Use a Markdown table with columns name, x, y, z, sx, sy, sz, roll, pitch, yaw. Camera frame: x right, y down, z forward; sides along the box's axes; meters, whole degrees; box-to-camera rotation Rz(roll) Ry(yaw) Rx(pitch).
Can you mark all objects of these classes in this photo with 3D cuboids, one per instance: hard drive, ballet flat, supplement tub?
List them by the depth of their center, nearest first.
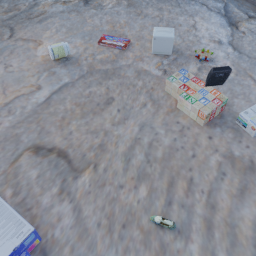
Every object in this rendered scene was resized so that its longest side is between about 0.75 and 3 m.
| name | x | y | z | sx | sy | sz | roll | pitch | yaw |
| --- | --- | --- | --- | --- | --- | --- | --- | --- | --- |
| ballet flat | 1.138 | 3.004 | 9.045 | 0.867 | 0.322 | 0.322 | 15 | 53 | 12 |
| hard drive | 3.045 | -1.756 | 9.536 | 0.730 | 1.082 | 0.229 | -6 | 71 | 0 |
| supplement tub | -3.526 | -3.969 | 14.368 | 0.998 | 0.724 | 0.724 | -19 | 54 | -15 |

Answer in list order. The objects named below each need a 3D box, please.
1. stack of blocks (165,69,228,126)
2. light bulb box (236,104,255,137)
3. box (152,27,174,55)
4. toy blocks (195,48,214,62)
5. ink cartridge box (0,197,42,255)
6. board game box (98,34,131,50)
| name | x | y | z | sx | sy | sz | roll | pitch | yaw |
| --- | --- | --- | --- | --- | --- | --- | --- | --- | --- |
| stack of blocks | 2.822 | -1.408 | 12.288 | 1.480 | 0.753 | 2.570 | -34 | 59 | -24 |
| light bulb box | 5.189 | -0.307 | 11.491 | 0.995 | 0.621 | 0.986 | -26 | 56 | -19 |
| box | 1.821 | -4.532 | 14.592 | 1.081 | 1.087 | 0.931 | 5 | 49 | 4 |
| toy blocks | 3.836 | -3.677 | 14.374 | 0.950 | 0.475 | 0.649 | 17 | 65 | 12 |
| ink cartridge box | -3.910 | 3.326 | 8.309 | 2.664 | 1.017 | 1.817 | 30 | 57 | 24 |
| board game box | -0.754 | -4.725 | 15.348 | 1.642 | 0.160 | 0.845 | 14 | 54 | 11 |
